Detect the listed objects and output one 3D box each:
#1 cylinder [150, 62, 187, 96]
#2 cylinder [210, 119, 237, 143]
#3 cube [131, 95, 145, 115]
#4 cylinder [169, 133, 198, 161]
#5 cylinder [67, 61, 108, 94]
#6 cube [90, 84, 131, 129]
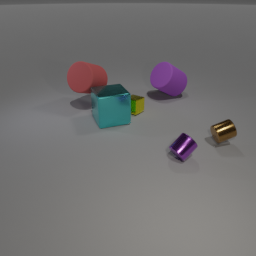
[{"bbox_3d":[2.094,-2.497,14.399,1.400,1.400,1.400,17,10,-44],"label":"cylinder"},{"bbox_3d":[3.488,0.116,10.246,0.700,0.700,0.700,-22,30,-1],"label":"cylinder"},{"bbox_3d":[0.291,-1.093,13.028,0.700,0.700,0.700,17,28,33],"label":"cube"},{"bbox_3d":[1.866,0.639,9.477,0.700,0.700,0.700,-46,40,-6],"label":"cylinder"},{"bbox_3d":[-1.873,-2.306,13.048,1.400,1.400,1.400,13,9,23],"label":"cylinder"},{"bbox_3d":[-0.753,-0.980,12.104,1.400,1.400,1.400,-10,29,-17],"label":"cube"}]
